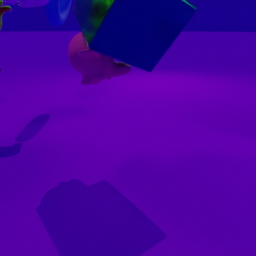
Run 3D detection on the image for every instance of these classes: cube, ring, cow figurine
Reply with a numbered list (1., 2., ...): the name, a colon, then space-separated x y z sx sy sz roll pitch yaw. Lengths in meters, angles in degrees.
1. cube: 0.042 -1.758 4.160 1.169 1.169 1.169 12 40 -38
2. ring: -1.880 -3.800 7.763 0.374 1.872 1.872 12 21 -3
3. cow figurine: -2.259 -2.889 6.079 1.150 0.631 1.132 -6 26 -9

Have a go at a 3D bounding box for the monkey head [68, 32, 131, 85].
1. monkey head: -0.469 -1.183 4.600 0.986 0.826 1.370 -8 29 0

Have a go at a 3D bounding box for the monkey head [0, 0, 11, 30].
1. monkey head: -2.373 -1.883 4.729 1.178 0.710 0.847 -27 7 30
